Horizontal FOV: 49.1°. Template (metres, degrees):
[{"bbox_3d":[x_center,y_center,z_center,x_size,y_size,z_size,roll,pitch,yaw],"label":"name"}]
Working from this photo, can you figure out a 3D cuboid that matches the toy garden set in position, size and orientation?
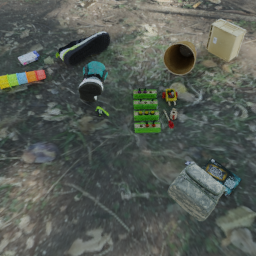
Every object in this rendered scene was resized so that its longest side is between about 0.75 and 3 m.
[{"bbox_3d":[1.223,-0.876,11.810,1.956,0.468,2.347,-1,51,-1],"label":"toy garden set"}]

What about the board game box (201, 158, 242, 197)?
[{"bbox_3d":[3.228,1.718,9.901,0.856,0.178,1.265,-37,60,-26],"label":"board game box"}]

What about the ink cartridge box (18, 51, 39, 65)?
[{"bbox_3d":[-4.990,-3.545,14.156,0.943,0.198,0.562,-32,58,-19],"label":"ink cartridge box"}]

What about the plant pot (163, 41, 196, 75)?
[{"bbox_3d":[2.665,-3.575,13.497,1.512,1.512,1.622,19,39,15],"label":"plant pot"}]

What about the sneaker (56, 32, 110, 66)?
[{"bbox_3d":[-2.280,-4.241,14.160,2.954,1.059,1.223,-33,58,-24],"label":"sneaker"}]

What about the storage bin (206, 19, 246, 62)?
[{"bbox_3d":[4.800,-4.358,13.957,0.722,1.540,1.529,-37,60,-23],"label":"storage bin"}]

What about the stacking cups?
[{"bbox_3d":[-4.854,-2.249,12.924,2.044,0.619,0.619,-12,52,-15],"label":"stacking cups"}]

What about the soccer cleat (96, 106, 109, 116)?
[{"bbox_3d":[-1.071,-0.633,11.709,0.261,0.314,0.774,14,19,-49],"label":"soccer cleat"}]

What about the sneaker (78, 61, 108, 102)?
[{"bbox_3d":[-1.346,-2.010,11.262,1.044,2.497,1.508,14,80,-13],"label":"sneaker"}]

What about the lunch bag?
[{"bbox_3d":[1.630,1.435,6.616,1.137,0.792,0.953,38,60,21],"label":"lunch bag"}]
